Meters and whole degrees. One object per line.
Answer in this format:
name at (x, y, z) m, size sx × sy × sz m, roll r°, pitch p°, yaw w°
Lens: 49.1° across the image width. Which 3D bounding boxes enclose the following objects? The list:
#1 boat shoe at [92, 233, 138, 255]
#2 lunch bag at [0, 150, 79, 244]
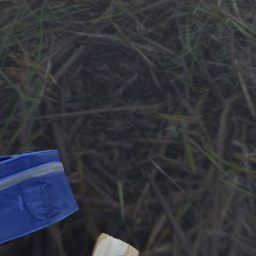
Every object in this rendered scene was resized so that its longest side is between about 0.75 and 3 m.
boat shoe at (-0.473, 3.246, 4.670) m, size 0.932 × 0.993 × 2.694 m, roll 17°, pitch 69°, yaw 2°
lunch bag at (-2.291, 1.293, 5.358) m, size 2.278 × 1.547 × 1.507 m, roll -21°, pitch 82°, yaw 7°
